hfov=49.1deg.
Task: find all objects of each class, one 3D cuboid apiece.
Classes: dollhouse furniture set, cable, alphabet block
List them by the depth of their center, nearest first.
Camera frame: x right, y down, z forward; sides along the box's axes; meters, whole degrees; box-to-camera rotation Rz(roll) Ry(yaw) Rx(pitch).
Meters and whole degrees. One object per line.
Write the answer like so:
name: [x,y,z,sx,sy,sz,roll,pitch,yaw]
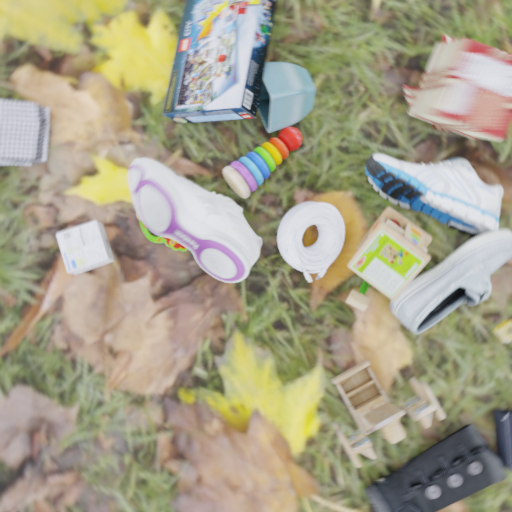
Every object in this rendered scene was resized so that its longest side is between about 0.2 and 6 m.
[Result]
dollhouse furniture set: [2.109,2.656,10.086,1.688,1.838,1.196,-29,84,-3]
cable: [1.077,-0.364,10.811,1.382,0.478,1.382,-46,118,-9]
alphabet block: [4.913,1.484,10.987,0.308,0.306,0.313,-36,84,-6]

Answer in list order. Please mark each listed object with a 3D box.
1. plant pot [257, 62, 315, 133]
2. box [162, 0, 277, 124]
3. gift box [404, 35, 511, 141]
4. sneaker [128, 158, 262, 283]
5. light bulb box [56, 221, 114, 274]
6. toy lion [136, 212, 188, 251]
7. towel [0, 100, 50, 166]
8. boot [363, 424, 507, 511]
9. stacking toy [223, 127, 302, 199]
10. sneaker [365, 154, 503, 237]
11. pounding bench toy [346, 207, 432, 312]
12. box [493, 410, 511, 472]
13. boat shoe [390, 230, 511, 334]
plant pot: [0.590,-3.204,11.080,1.014,0.995,0.992,-14,61,-11]
box: [-0.689,-4.088,10.966,1.971,0.544,2.885,6,83,36]
gift box: [3.894,-3.224,10.621,1.795,1.676,1.657,24,103,-7]
sneaker: [-1.164,-0.790,10.787,3.007,1.498,1.126,43,130,-3]
light bulb box: [-3.365,-0.157,11.049,0.837,0.522,0.830,-19,84,-2]
toy lion: [-1.697,-0.577,11.209,1.134,0.389,1.087,-19,92,-4]
towel: [-4.970,-2.484,11.243,1.499,0.641,1.241,3,85,0]
boot: [3.559,4.597,10.461,2.464,0.809,2.031,-29,86,-7]
stacking toy: [0.210,-1.938,11.189,1.753,0.748,0.748,-39,85,-8]
sneaker: [3.540,-1.456,11.036,2.879,1.079,1.247,25,78,-6]
pounding bench toy: [2.389,0.135,10.728,1.061,1.332,1.708,36,116,3]
box: [5.156,3.469,10.608,1.055,0.620,1.038,-1,84,0]
boat shoe: [3.902,0.569,10.621,2.720,0.949,0.969,-33,50,2]
